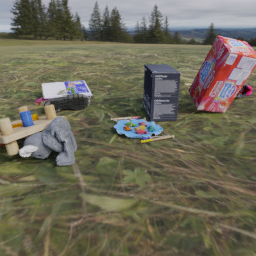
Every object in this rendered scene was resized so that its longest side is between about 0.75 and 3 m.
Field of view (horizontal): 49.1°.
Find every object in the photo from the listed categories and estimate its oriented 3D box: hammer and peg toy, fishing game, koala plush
[{"bbox_3d":[-3.494,0.156,8.037,2.146,1.029,2.918,0,18,38],"label":"hammer and peg toy"},{"bbox_3d":[0.352,-0.087,10.036,1.802,0.391,2.517,-6,21,-22],"label":"fishing game"},{"bbox_3d":[-2.272,0.396,7.820,1.391,1.278,1.234,-13,21,-1],"label":"koala plush"}]

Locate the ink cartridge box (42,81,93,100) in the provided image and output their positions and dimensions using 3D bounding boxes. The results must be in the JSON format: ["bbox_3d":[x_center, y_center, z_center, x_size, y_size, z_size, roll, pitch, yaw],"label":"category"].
[{"bbox_3d":[-3.119,-1.766,14.141,2.285,0.543,2.313,-6,31,-17],"label":"ink cartridge box"}]

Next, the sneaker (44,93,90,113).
[{"bbox_3d":[-2.688,-1.160,12.281,2.040,0.769,0.808,-9,21,-23],"label":"sneaker"}]

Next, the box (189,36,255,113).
[{"bbox_3d":[3.736,-2.066,11.249,1.382,2.772,1.323,6,44,-16],"label":"box"}]

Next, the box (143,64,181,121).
[{"bbox_3d":[1.319,-1.517,11.551,1.105,1.933,2.123,-2,22,-5],"label":"box"}]

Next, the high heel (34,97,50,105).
[{"bbox_3d":[-3.875,-1.144,12.940,1.023,0.344,0.490,26,52,31],"label":"high heel"}]

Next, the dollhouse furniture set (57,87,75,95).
[{"bbox_3d":[-2.942,-1.688,13.400,0.789,0.304,0.394,-14,29,14],"label":"dollhouse furniture set"}]

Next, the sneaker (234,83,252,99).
[{"bbox_3d":[4.993,-1.926,13.795,2.778,1.120,1.037,-14,27,-33],"label":"sneaker"}]
